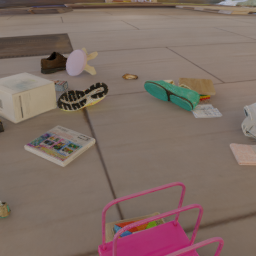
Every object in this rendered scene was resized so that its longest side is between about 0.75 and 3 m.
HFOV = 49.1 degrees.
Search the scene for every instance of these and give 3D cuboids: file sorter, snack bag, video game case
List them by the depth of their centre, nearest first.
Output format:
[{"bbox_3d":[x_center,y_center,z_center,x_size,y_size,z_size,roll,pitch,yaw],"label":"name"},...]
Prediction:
[{"bbox_3d":[0.755,2.441,4.595,1.841,1.662,2.650,-12,39,-19],"label":"file sorter"},{"bbox_3d":[-2.294,0.551,9.536,1.770,0.210,1.611,18,35,27],"label":"video game case"},{"bbox_3d":[3.233,-0.746,11.812,1.107,0.126,1.174,-3,30,-5],"label":"snack bag"}]

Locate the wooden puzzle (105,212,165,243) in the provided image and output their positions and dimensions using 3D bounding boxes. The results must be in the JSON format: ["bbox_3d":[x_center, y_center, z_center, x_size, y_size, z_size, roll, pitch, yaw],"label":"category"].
[{"bbox_3d":[0.265,2.482,6.190,1.463,0.272,1.354,-10,32,-16],"label":"wooden puzzle"}]

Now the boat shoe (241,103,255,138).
[{"bbox_3d":[4.582,-0.111,9.969,1.016,1.068,2.967,-10,32,25],"label":"boat shoe"}]

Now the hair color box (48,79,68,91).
[{"bbox_3d":[-3.606,-2.129,13.953,1.095,0.332,0.542,7,32,14],"label":"hair color box"}]

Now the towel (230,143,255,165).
[{"bbox_3d":[3.931,0.841,9.083,0.995,0.168,1.042,1,30,2],"label":"towel"}]

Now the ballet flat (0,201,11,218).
[{"bbox_3d":[-3.548,1.870,6.993,1.338,0.504,0.454,7,21,13],"label":"ballet flat"}]

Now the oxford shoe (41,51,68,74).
[{"bbox_3d":[-3.902,-3.944,16.334,0.922,1.071,2.538,23,36,37],"label":"oxford shoe"}]

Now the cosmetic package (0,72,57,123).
[{"bbox_3d":[-4.447,-1.352,11.660,2.035,1.255,2.042,21,31,31],"label":"cosmetic package"}]

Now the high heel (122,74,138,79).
[{"bbox_3d":[0.128,-2.732,14.992,0.825,0.295,0.588,-13,25,-37],"label":"high heel"}]

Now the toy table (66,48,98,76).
[{"bbox_3d":[-2.513,-3.630,15.418,1.068,1.676,1.824,-18,3,-43],"label":"toy table"}]

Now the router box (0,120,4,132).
[{"bbox_3d":[-5.383,-0.046,10.409,1.269,0.332,0.998,-18,35,-28],"label":"router box"}]

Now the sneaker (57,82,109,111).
[{"bbox_3d":[-1.903,-1.228,12.101,2.254,0.881,1.018,-16,-6,-5],"label":"sneaker"}]

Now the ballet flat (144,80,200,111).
[{"bbox_3d":[1.991,-1.606,12.394,2.745,0.924,0.966,30,62,35],"label":"ballet flat"}]

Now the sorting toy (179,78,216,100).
[{"bbox_3d":[3.172,-1.792,13.157,1.584,0.554,1.593,5,31,7],"label":"sorting toy"}]
